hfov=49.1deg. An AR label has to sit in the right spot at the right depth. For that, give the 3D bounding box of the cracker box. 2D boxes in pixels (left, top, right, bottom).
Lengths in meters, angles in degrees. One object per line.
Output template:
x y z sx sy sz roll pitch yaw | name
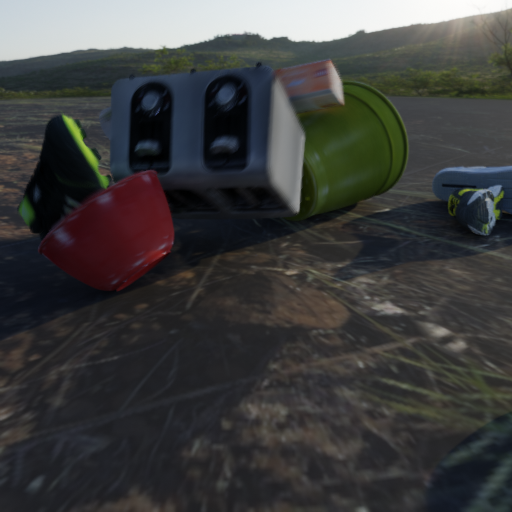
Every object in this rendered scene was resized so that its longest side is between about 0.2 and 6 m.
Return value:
0.954 -3.280 11.109 1.331 0.573 1.987 -7 5 14 | cracker box

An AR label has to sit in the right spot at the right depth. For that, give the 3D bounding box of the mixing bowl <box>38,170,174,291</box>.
-2.088 -0.224 8.716 2.165 1.173 2.165 -37 2 1 | mixing bowl

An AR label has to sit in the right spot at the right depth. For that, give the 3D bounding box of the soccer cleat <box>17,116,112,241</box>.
-2.891 -0.937 8.294 1.270 1.058 3.134 -29 -8 -21 | soccer cleat

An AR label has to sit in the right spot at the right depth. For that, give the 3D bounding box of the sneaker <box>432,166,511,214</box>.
5.861 -1.664 13.234 3.201 1.169 1.133 18 27 39 | sneaker

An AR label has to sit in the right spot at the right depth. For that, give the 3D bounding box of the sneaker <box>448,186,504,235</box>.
4.576 -0.984 12.024 1.059 0.932 2.503 3 11 34 | sneaker

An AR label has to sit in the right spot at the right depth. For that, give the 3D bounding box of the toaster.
-0.760 -1.907 10.398 2.950 1.936 3.263 1 -10 15 | toaster

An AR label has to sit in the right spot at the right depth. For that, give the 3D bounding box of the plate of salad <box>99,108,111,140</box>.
-2.854 -2.616 12.338 1.479 1.479 0.355 13 57 31 | plate of salad

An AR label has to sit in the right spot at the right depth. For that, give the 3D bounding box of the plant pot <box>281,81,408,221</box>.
1.489 -2.188 12.844 2.906 2.906 2.798 18 39 40 | plant pot
